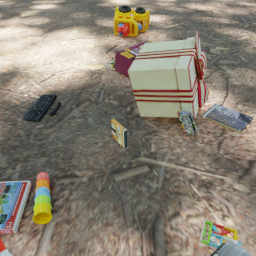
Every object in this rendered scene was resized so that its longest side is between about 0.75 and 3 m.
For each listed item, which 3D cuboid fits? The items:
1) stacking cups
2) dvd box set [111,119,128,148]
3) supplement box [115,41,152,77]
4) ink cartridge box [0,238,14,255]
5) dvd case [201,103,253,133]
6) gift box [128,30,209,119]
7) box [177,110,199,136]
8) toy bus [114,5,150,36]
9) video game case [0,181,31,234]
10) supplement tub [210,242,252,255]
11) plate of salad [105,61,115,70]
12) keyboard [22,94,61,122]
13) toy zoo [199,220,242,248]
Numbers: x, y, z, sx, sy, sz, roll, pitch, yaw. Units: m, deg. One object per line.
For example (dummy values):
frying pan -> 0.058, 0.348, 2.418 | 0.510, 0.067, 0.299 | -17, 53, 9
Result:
stacking cups -> -2.399, 1.875, 7.905 | 0.498, 0.498, 1.647 | -8, 37, -11
dvd box set -> -0.297, 0.177, 9.301 | 0.136, 0.675, 0.922 | -17, 34, -25
supplement box -> 0.713, -3.675, 14.976 | 2.560, 1.096, 1.412 | -28, 49, -33
ink cartridge box -> -3.353, 3.200, 6.086 | 1.671, 0.517, 2.061 | -26, 45, -32
dvd case -> 4.040, -0.443, 11.419 | 1.680, 0.134, 1.249 | 27, 44, 32
gift box -> 1.776, -2.106, 10.878 | 2.592, 2.561, 2.776 | 4, 49, 24
box -> 2.162, -0.180, 10.152 | 0.184, 0.924, 0.633 | -36, 30, -19
toy bus -> 0.170, -7.235, 19.661 | 2.538, 1.722, 2.437 | 7, 50, 5
video game case -> -4.084, 2.171, 7.708 | 2.414, 0.211, 1.726 | -2, 34, -2
supplement tub -> 1.813, 3.211, 5.607 | 1.704, 1.044, 1.044 | -28, 44, -32
plate of salad -> -0.694, -3.548, 15.576 | 1.173, 0.282, 1.173 | 0, 35, 0
keyboard -> -3.526, -0.898, 11.998 | 1.303, 0.211, 2.051 | 5, 37, 7
toy zoo -> 2.351, 2.744, 7.053 | 0.988, 0.101, 0.648 | 13, 38, 17
